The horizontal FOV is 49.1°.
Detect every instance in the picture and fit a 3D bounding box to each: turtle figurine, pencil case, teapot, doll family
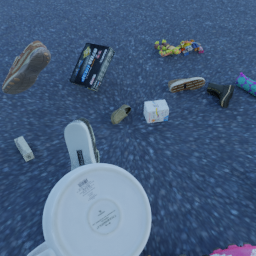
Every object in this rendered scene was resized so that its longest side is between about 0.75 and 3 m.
[{"bbox_3d":[2.286,-4.267,14.969,1.985,0.639,1.601,-31,43,-17],"label":"turtle figurine"},{"bbox_3d":[5.503,-1.884,12.452,0.596,0.648,1.402,-29,50,-25],"label":"pencil case"},{"bbox_3d":[-0.924,2.317,7.134,2.805,2.049,2.769,16,67,-17],"label":"teapot"},{"bbox_3d":[3.445,-4.456,15.167,1.393,0.628,0.865,-10,44,-10],"label":"doll family"}]

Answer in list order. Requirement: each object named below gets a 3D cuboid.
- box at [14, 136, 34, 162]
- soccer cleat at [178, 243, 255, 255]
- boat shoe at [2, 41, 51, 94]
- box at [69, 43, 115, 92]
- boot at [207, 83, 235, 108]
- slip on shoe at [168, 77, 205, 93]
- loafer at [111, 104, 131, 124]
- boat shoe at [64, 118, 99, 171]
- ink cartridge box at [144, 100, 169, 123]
[{"bbox_3d":[-3.670,0.731,9.900,0.320,0.384,0.935,-27,48,-25],"label":"box"},{"bbox_3d":[2.025,3.541,6.688,2.598,0.907,1.121,-10,54,-4],"label":"soccer cleat"},{"bbox_3d":[-3.854,-2.235,10.490,2.481,0.939,0.891,-38,62,18],"label":"boat shoe"},{"bbox_3d":[-1.604,-2.697,12.331,1.557,0.451,1.958,23,88,36],"label":"box"},{"bbox_3d":[3.843,-1.440,12.091,1.162,0.651,1.680,16,33,23],"label":"boot"},{"bbox_3d":[2.635,-2.025,12.655,1.679,0.638,0.509,-15,48,-4],"label":"slip on shoe"},{"bbox_3d":[-0.270,-0.568,11.118,0.384,0.433,1.139,-1,40,43],"label":"loafer"},{"bbox_3d":[-1.226,0.995,8.304,0.924,2.613,0.832,0,15,12],"label":"boat shoe"},{"bbox_3d":[1.113,-0.661,11.166,0.869,0.640,0.628,-8,44,-7],"label":"ink cartridge box"}]
